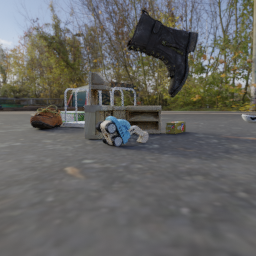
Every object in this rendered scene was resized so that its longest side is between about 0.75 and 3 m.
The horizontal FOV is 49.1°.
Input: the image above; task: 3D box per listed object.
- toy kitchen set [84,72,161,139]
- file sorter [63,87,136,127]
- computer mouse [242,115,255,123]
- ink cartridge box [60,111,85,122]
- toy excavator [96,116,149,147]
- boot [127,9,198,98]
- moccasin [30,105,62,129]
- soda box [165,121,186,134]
[{"bbox_3d":[-0.064,-0.673,8.061,1.982,1.792,2.197,1,5,8],"label":"toy kitchen set"},{"bbox_3d":[-1.118,-0.828,11.469,2.574,1.603,1.786,3,6,32],"label":"file sorter"},{"bbox_3d":[6.635,-0.447,14.717,1.694,0.372,0.929,4,7,-27],"label":"computer mouse"},{"bbox_3d":[-2.545,-0.539,14.214,1.945,0.577,1.010,4,6,44],"label":"ink cartridge box"},{"bbox_3d":[-0.059,0.079,6.230,1.002,0.974,0.501,-35,22,-28],"label":"toy excavator"},{"bbox_3d":[0.839,-2.030,7.804,1.808,2.077,0.719,15,3,-4],"label":"boot"},{"bbox_3d":[-3.122,-0.445,10.923,0.851,0.898,2.326,1,5,11],"label":"moccasin"},{"bbox_3d":[1.547,-0.021,9.031,0.331,0.351,1.035,3,5,30],"label":"soda box"}]
